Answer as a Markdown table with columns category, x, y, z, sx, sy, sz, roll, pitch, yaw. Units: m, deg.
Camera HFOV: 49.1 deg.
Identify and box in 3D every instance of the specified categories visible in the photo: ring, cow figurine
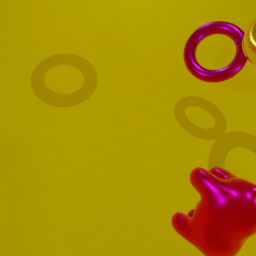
| category | x | y | z | sx | sy | sz | roll | pitch | yaw |
| --- | --- | --- | --- | --- | --- | --- | --- | --- | --- |
| ring | 1.912 | -1.670 | 6.129 | 1.398 | 0.280 | 1.398 | -3 | 80 | 20 |
| ring | 2.870 | -1.583 | 4.550 | 1.906 | 0.381 | 1.906 | -19 | 42 | 18 |
| cow figurine | 1.403 | 1.047 | 3.326 | 1.547 | 0.863 | 1.572 | 34 | 110 | 44 |
